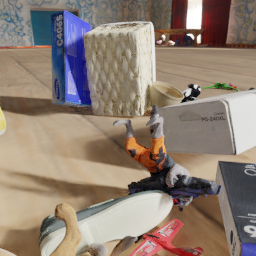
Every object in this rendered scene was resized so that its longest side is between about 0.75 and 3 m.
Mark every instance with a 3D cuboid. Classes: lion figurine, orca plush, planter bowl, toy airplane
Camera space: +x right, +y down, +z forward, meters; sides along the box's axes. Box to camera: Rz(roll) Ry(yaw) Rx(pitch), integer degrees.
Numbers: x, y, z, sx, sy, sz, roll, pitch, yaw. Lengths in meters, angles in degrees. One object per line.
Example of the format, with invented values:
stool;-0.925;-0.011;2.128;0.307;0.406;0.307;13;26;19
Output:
lion figurine;-1.275;1.490;2.613;2.708;0.981;1.658;5;31;0
orca plush;2.271;-1.124;10.494;1.746;0.919;0.621;-18;57;-46
planter bowl;1.180;-0.955;9.300;1.129;0.760;1.129;19;29;-11
toy airplane;0.516;1.492;3.554;1.001;0.184;1.001;-11;9;2

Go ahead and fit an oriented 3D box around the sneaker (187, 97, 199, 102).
sneaker;2.682;-0.621;8.927;0.874;0.743;1.997;0;19;-19

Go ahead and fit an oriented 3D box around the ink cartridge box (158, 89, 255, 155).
ink cartridge box;2.222;-0.207;6.405;2.596;1.082;1.885;-15;6;-37

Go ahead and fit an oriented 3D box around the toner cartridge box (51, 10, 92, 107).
toner cartridge box;-1.877;-2.230;9.438;0.629;2.914;1.384;-3;-3;31

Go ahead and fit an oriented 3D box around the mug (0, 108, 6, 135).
mug;-3.851;-0.196;6.192;1.486;1.856;1.523;30;44;13

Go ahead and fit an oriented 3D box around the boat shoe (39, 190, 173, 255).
boat shoe;-0.282;1.173;3.800;1.844;0.672;0.570;-16;29;-18

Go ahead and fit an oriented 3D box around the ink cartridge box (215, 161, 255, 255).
ink cartridge box;2.043;1.291;3.798;1.387;0.547;2.789;4;21;9

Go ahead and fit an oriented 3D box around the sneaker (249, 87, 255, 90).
sneaker;5.008;-1.438;11.540;1.168;0.473;0.432;-7;21;-18

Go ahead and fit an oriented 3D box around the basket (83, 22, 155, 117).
basket;-0.203;-1.916;9.384;1.983;2.926;1.805;2;25;15

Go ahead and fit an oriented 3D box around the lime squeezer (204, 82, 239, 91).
lime squeezer;4.483;-1.990;13.390;1.597;0.301;0.564;9;21;21

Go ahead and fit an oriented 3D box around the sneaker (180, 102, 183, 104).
sneaker;1.848;-0.621;9.423;0.476;0.428;1.221;11;21;-2

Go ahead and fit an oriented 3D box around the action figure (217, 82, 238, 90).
action figure;4.864;-2.049;13.607;0.372;0.294;1.136;-9;24;-30

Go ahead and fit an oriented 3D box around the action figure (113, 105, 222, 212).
action figure;0.643;0.535;4.225;1.718;1.662;0.899;-9;25;45
